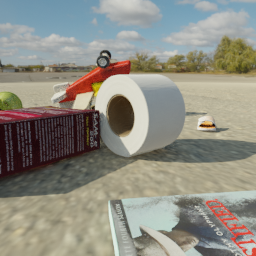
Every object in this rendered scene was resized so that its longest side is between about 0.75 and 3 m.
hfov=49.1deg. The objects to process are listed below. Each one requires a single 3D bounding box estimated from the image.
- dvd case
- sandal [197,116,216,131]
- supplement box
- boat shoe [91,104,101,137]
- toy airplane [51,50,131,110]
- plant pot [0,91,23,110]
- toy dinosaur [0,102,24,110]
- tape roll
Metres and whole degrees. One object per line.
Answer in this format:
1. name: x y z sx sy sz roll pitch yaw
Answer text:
1. dvd case: 1.007 0.998 2.429 2.240 0.247 1.635 -2 11 -8
2. sandal: 2.234 -0.178 8.024 0.493 0.369 1.286 2 11 12
3. supplement box: -1.989 0.151 4.951 1.550 0.867 2.848 7 13 36
4. boat shoe: -0.672 -0.242 7.126 0.761 0.762 2.059 -1 8 14
5. toy airplane: -1.373 -1.318 10.675 2.955 2.085 2.942 -48 25 -26
6. plant pot: -3.395 -0.541 7.651 0.871 0.871 0.801 -2 11 -12
7. toy dinosaur: -4.349 -0.566 9.445 1.907 0.974 1.294 -16 -10 21
8. tape roll: 0.214 -0.290 5.559 1.062 1.547 1.547 -11 16 -42
